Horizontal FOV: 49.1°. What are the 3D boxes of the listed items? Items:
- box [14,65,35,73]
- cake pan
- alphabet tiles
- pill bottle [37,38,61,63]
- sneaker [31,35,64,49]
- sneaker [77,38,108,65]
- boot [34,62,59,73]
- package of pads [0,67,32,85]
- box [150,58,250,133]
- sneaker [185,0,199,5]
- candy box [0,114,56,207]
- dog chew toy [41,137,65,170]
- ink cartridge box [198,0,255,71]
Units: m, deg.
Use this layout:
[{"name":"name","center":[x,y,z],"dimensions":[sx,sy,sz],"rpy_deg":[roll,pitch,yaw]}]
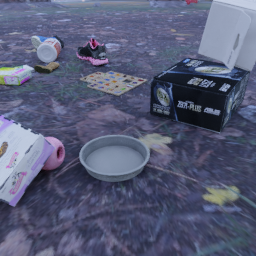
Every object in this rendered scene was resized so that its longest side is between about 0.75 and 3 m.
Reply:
[{"name":"box","center":[-4.772,-2.683,12.874],"dimensions":[0.619,0.156,0.858],"rpy_deg":[-24,36,-36]},{"name":"cake pan","center":[-0.315,0.705,6.702],"dimensions":[1.660,0.304,1.660],"rpy_deg":[0,30,0]},{"name":"alphabet tiles","center":[-0.734,-1.933,11.623],"dimensions":[2.395,0.090,2.002],"rpy_deg":[19,35,31]},{"name":"pill bottle","center":[-4.012,-4.060,14.488],"dimensions":[0.980,0.980,1.746],"rpy_deg":[-1,29,-1]},{"name":"sneaker","center":[-4.576,-4.942,16.216],"dimensions":[2.011,0.772,1.119],"rpy_deg":[23,43,29]},{"name":"sneaker","center":[-1.827,-3.976,14.146],"dimensions":[0.985,1.189,2.494],"rpy_deg":[-22,35,-31]},{"name":"boot","center":[-3.763,-2.828,12.997],"dimensions":[0.854,0.323,0.976],"rpy_deg":[16,32,2]},{"name":"package of pads","center":[-4.868,-2.143,11.606],"dimensions":[1.359,0.464,1.050],"rpy_deg":[5,28,10]},{"name":"box","center":[2.407,-1.242,9.198],"dimensions":[2.354,1.238,2.875],"rpy_deg":[18,34,28]},{"name":"sneaker","center":[1.981,-3.747,7.941],"dimensions":[0.814,0.353,0.300],"rpy_deg":[0,36,44]},{"name":"candy box","center":[-2.629,0.590,5.937],"dimensions":[1.719,0.615,1.442],"rpy_deg":[21,69,33]},{"name":"dog chew toy","center":[-2.113,0.585,6.539],"dimensions":[1.220,0.760,0.760],"rpy_deg":[0,28,17]},{"name":"ink cartridge box","center":[2.856,-2.637,7.065],"dimensions":[1.417,1.454,2.262],"rpy_deg":[24,49,18]}]
